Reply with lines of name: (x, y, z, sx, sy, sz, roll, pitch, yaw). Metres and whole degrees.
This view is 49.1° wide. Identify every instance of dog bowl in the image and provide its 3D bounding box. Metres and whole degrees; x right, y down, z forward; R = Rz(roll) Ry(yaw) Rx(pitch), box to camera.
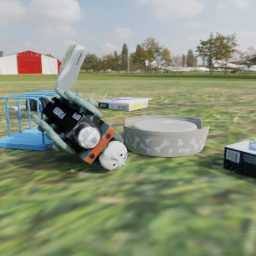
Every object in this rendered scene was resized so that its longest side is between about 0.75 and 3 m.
dog bowl: (0.882, 0.147, 6.826, 2.139, 0.627, 2.139, 1, 12, 0)

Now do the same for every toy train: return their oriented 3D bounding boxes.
toy train: (-0.956, 0.021, 5.689, 1.481, 1.108, 2.599, 40, -7, -31)

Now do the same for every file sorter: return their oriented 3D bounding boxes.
file sorter: (-2.346, -0.296, 7.440, 1.416, 1.252, 2.040, 2, 13, 14)

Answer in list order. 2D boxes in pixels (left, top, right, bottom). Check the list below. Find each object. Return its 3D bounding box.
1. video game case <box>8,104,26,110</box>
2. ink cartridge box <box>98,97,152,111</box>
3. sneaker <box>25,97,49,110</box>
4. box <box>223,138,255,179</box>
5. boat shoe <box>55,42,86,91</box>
video game case: (-5.180, -1.037, 13.686, 1.110, 0.130, 1.009, -13, 18, -43)
ink cartridge box: (-0.103, -1.195, 13.735, 1.948, 0.463, 1.971, 7, 12, 38)
sneaker: (-3.794, -1.055, 12.610, 1.781, 0.676, 0.808, 12, 8, 33)
box: (3.184, 0.654, 4.783, 1.680, 0.464, 2.460, -8, 14, -34)
boat shoe: (-1.966, -1.997, 9.347, 0.539, 1.739, 0.626, 44, 20, 31)
